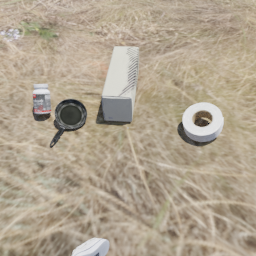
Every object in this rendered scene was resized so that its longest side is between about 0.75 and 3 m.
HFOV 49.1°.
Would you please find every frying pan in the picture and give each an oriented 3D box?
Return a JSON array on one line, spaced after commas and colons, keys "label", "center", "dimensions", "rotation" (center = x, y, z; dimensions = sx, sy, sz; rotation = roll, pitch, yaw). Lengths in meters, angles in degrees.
[{"label": "frying pan", "center": [-1.800, -0.128, 8.660], "dimensions": [1.005, 0.270, 1.661], "rotation": [7, 71, -12]}]

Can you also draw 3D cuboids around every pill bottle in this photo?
[{"label": "pill bottle", "center": [-2.737, -0.925, 8.889], "dimensions": [0.536, 0.925, 0.536], "rotation": [-2, 9, 0]}]

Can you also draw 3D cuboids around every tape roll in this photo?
[{"label": "tape roll", "center": [2.242, -0.179, 8.405], "dimensions": [1.176, 0.411, 1.176], "rotation": [-8, 57, 13]}]

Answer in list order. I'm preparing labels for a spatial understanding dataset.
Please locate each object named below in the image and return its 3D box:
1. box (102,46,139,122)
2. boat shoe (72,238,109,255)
[{"label": "box", "center": [-0.188, -1.544, 9.397], "dimensions": [0.936, 1.125, 2.738], "rotation": [3, 49, 5]}, {"label": "boat shoe", "center": [-0.872, 2.507, 5.432], "dimensions": [0.414, 0.466, 1.265], "rotation": [5, 2, 31]}]
